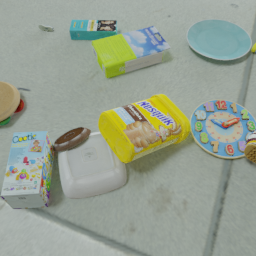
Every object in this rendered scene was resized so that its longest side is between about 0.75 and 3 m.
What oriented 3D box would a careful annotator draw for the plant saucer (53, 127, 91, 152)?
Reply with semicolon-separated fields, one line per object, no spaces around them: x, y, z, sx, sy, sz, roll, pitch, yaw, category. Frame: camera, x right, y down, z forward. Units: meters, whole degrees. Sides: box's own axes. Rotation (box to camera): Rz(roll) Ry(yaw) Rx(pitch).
-1.909;0.328;9.351;1.404;0.225;1.404;-21;20;8;plant saucer

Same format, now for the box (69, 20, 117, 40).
-1.596;-4.607;13.168;2.163;0.532;0.890;1;55;1;box

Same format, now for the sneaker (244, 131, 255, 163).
5.007;0.956;8.940;2.484;0.931;1.119;35;51;9;sneaker

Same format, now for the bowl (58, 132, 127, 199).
-1.193;1.041;9.029;2.147;0.801;2.144;-12;56;-10;bowl

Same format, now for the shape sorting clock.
3.429;-0.041;9.969;2.460;0.483;2.460;0;54;0;shape sorting clock

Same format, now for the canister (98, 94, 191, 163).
0.530;-0.042;9.150;2.531;1.096;1.880;-19;58;-34;canister

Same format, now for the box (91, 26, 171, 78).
0.113;-3.367;12.174;2.985;0.711;1.820;-19;57;-13;box

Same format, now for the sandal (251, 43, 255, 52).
6.209;-3.758;12.591;1.496;0.595;0.651;-42;69;-17;sandal

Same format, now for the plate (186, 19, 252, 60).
4.119;-3.994;12.840;2.932;0.375;2.932;0;55;1;plate

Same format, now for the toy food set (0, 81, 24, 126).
-5.101;-0.904;10.546;2.189;0.538;2.212;-18;57;-12;toy food set

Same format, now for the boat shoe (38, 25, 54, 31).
-3.943;-4.849;13.543;0.767;0.268;0.273;14;35;12;boat shoe

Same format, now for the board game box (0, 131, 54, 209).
-3.013;1.274;8.663;1.106;1.086;2.108;-3;55;-2;board game box
